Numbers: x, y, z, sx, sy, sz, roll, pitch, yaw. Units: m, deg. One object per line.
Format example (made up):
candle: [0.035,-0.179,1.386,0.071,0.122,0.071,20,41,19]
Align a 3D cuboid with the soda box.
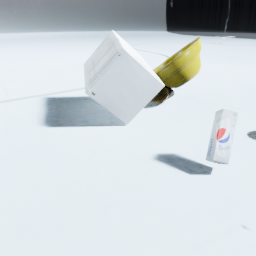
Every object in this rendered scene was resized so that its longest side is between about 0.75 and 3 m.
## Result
soda box: [1.986,0.185,5.927,0.359,1.131,0.386,15,-8,-7]

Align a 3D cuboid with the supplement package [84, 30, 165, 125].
supplement package: [-0.288,-1.740,9.044,1.638,1.701,2.991,37,17,-25]

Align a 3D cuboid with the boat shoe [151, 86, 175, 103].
boat shoe: [0.772,-1.484,10.773,0.743,0.840,2.294,-8,28,-42]

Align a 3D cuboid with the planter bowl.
planter bowl: [1.818,-2.077,9.823,2.332,0.971,2.332,-37,9,7]
